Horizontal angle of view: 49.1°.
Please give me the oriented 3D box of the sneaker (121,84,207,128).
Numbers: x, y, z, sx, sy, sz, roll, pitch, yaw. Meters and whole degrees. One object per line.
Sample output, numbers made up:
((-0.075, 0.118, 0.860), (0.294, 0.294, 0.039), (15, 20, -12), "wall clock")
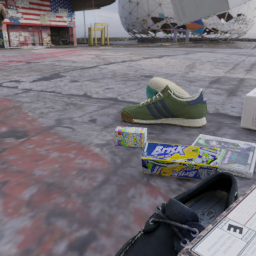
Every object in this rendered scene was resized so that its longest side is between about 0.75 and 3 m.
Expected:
((1.106, -0.776, 8.750), (2.715, 1.219, 0.910), (5, 20, 14), "sneaker")

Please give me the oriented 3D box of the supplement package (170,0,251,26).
((1.867, -3.102, 6.414), (0.963, 0.967, 1.648), (-29, 19, -23), "supplement package")

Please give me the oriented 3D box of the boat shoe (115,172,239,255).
((0.704, 1.240, 3.548), (2.599, 0.862, 0.971), (-15, 24, -36), "boat shoe")

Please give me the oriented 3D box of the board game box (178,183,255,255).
((1.881, 1.557, 2.143), (1.951, 1.185, 2.448), (-18, 26, -42), "board game box")

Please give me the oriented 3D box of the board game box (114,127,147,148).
((0.073, 0.222, 7.161), (0.772, 0.398, 0.405), (4, 20, 10), "board game box")

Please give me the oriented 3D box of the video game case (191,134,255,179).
((2.161, 0.577, 6.435), (1.439, 0.185, 1.583), (10, 23, 26), "video game case")

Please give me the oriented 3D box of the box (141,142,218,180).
((1.023, 0.662, 5.610), (1.460, 0.469, 0.511), (5, 41, 13), "box")

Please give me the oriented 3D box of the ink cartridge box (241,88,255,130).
((4.835, -0.491, 8.202), (2.475, 1.040, 1.801), (13, 23, 33), "ink cartridge box")

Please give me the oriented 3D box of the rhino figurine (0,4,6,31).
((-4.105, -3.379, 8.136), (1.576, 0.689, 0.471), (27, 8, 28), "rhino figurine")

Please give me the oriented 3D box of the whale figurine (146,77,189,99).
((1.589, -1.115, 10.501), (1.975, 1.025, 1.571), (28, 20, 6), "whale figurine")
